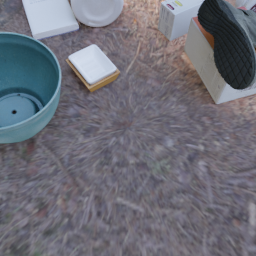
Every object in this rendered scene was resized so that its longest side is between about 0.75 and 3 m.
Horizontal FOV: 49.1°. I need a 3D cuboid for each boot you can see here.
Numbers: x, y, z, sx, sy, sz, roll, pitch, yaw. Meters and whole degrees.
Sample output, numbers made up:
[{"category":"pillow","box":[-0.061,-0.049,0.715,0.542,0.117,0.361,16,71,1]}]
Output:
[{"category":"boot","box":[2.735,-1.959,6.324,1.704,0.883,2.609,3,58,-24]}]

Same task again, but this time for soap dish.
[{"category":"soap dish","box":[-0.992,-1.677,7.915,1.019,0.526,1.295,-31,65,-17]}]

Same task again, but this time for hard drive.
[{"category":"hard drive","box":[-2.650,-3.907,9.361,1.451,0.279,2.200,-18,61,-10]}]

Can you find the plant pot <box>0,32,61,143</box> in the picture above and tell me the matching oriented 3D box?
[{"category":"plant pot","box":[-2.807,-0.689,6.582,2.573,1.724,2.573,3,62,-6]}]

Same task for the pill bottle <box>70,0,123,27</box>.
[{"category":"pill bottle","box":[-1.176,-4.878,9.163,1.621,1.621,2.912,-9,60,-5]}]

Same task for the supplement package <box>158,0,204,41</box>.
[{"category":"supplement package","box":[1.680,-3.501,8.707,1.275,0.993,0.707,-29,64,-16]}]

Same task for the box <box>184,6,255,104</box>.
[{"category":"box","box":[2.836,-2.045,7.741,1.709,1.193,2.244,-16,61,-9]}]

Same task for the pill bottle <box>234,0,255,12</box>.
[{"category":"pill bottle","box":[4.245,-2.971,8.113,1.496,1.496,2.648,-15,61,-8]}]
